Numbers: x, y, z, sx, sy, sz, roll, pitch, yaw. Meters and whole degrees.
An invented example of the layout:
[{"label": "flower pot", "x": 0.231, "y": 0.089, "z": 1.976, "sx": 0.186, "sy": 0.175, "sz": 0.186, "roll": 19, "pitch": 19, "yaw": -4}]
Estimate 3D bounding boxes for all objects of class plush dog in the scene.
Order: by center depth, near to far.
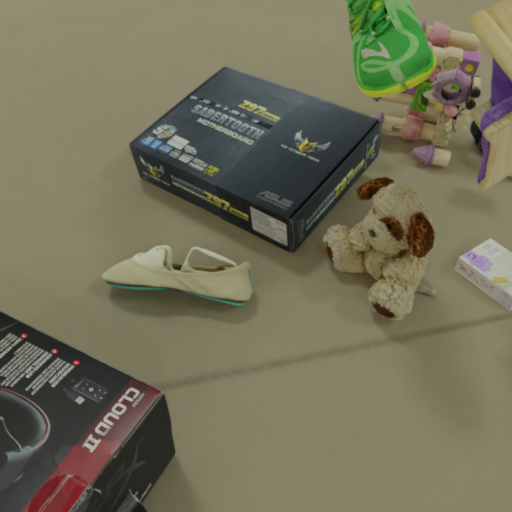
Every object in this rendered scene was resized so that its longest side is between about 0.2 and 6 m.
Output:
[{"label": "plush dog", "x": 1.974, "y": -0.262, "z": 7.861, "sx": 1.471, "sy": 1.574, "sz": 1.833, "roll": -19, "pitch": 47, "yaw": -19}]

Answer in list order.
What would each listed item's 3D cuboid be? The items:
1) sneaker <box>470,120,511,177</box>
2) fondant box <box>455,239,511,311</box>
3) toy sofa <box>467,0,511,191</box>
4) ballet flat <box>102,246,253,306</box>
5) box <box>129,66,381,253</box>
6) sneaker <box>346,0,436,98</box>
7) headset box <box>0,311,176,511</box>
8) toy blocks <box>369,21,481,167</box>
[{"label": "sneaker", "x": 4.512, "y": -2.048, "z": 10.361, "sx": 0.688, "sy": 0.679, "sz": 1.732, "roll": -17, "pitch": 48, "yaw": -25}, {"label": "fondant box", "x": 3.588, "y": 0.259, "z": 8.250, "sx": 0.735, "sy": 0.297, "sz": 1.019, "roll": -26, "pitch": 49, "yaw": -24}, {"label": "toy sofa", "x": 2.607, "y": -1.600, "z": 5.740, "sx": 1.165, "sy": 2.387, "sz": 0.988, "roll": -31, "pitch": 73, "yaw": 15}, {"label": "ballet flat", "x": -1.098, "y": 0.187, "z": 7.975, "sx": 2.168, "sy": 0.753, "sz": 0.753, "roll": 8, "pitch": 44, "yaw": 3}, {"label": "box", "x": -0.011, "y": -1.857, "z": 9.772, "sx": 3.485, "sy": 0.889, "sz": 2.748, "roll": 29, "pitch": 59, "yaw": 26}, {"label": "sneaker", "x": 1.291, "y": -2.602, "z": 6.016, "sx": 0.862, "sy": 0.972, "sz": 2.327, "roll": -19, "pitch": 51, "yaw": 22}, {"label": "headset box", "x": -2.753, "y": 2.122, "z": 5.534, "sx": 3.634, "sy": 1.363, "sz": 2.701, "roll": 20, "pitch": 47, "yaw": 19}, {"label": "toy blocks", "x": 2.867, "y": -2.978, "z": 10.338, "sx": 1.897, "sy": 2.106, "sz": 2.253, "roll": 14, "pitch": 48, "yaw": 7}]
